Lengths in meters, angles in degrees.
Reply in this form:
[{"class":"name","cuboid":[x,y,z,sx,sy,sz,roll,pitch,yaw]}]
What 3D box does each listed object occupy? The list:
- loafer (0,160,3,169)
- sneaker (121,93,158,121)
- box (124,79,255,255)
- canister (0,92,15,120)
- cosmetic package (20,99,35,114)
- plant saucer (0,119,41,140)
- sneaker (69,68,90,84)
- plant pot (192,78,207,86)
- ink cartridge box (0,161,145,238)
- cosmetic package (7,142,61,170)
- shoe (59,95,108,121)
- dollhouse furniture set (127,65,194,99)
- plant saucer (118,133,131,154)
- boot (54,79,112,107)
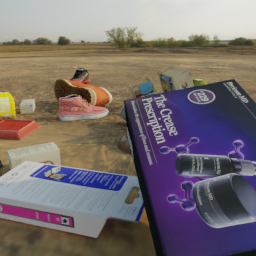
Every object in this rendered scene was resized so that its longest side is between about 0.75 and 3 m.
[{"class":"loafer","cuboid":[-3.469,0.871,6.162,1.346,0.423,0.484,-16,24,-39]},{"class":"sneaker","cuboid":[0.584,-0.501,8.865,2.639,1.103,1.593,-7,4,33]},{"class":"box","cuboid":[1.158,0.599,4.017,2.019,1.128,2.861,-10,40,-4]},{"class":"canister","cuboid":[-5.402,-0.745,10.248,2.196,0.950,1.631,-8,20,-28]},{"class":"cosmetic package","cuboid":[-4.131,-0.898,11.549,0.516,0.435,0.966,-4,22,-11]},{"class":"plant saucer","cuboid":[-3.793,0.004,9.059,1.432,0.263,1.430,2,18,8]},{"class":"sneaker","cuboid":[-3.036,-3.119,17.236,0.770,1.065,2.179,9,22,18]},{"class":"plant pot","cuboid":[3.002,-1.509,12.102,1.135,1.213,1.135,0,18,0]},{"class":"ink cartridge box","cuboid":[-1.031,1.206,5.027,2.876,0.533,1.362,3,18,17]},{"class":"cosmetic package","cuboid":[-2.189,0.718,6.552,1.086,0.474,0.561,-10,20,-27]},{"class":"shoe","cuboid":[-1.653,-0.812,10.544,1.897,0.863,0.678,-7,20,-21]},{"class":"dollhouse furniture set","cuboid":[1.423,-1.364,11.673,2.242,1.571,1.580,-24,24,-7]},{"class":"plant saucer","cuboid":[0.530,0.343,7.980,1.662,0.304,1.662,1,19,0]},{"class":"boot","cuboid":[-2.102,-1.534,12.681,2.938,1.102,1.576,22,21,36]}]
